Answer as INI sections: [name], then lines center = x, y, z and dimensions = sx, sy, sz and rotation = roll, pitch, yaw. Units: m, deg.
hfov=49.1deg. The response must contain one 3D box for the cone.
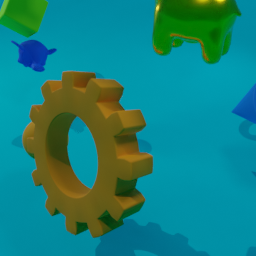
[cone]
center = 2.345, -0.385, 5.296
dimensions = 1.052, 1.052, 1.056
rotation = -22, 3, -24

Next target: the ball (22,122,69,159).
[ball]
center = -1.449, 0.200, 4.954
dimensions = 0.789, 0.789, 0.789
rotation = 0, 41, 0

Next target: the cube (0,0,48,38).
[cube]
center = -2.569, -2.815, 6.804
dimensions = 0.819, 0.819, 0.819
rotation = 22, -8, -35

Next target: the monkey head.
[monkey head]
center = -2.286, -1.785, 6.906
dimensions = 1.152, 0.694, 0.829
rotation = -1, 28, -40

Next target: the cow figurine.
[cow figurine]
center = 0.511, -1.245, 2.627
dimensions = 1.130, 1.112, 0.620
rotation = 19, 39, 27

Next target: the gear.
[gear]
center = -0.625, 0.332, 3.693
dimensions = 2.074, 2.074, 0.384
rotation = 35, 27, 34
